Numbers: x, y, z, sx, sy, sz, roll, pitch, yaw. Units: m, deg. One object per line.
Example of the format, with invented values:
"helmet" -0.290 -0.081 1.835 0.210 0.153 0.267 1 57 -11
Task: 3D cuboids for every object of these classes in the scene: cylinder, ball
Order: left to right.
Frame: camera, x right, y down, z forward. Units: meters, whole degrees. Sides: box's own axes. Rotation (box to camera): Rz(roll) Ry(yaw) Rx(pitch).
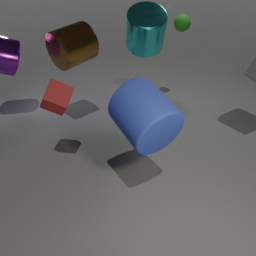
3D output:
"cylinder" -4.995 -2.818 10.743 1.400 1.400 1.400 6 24 -31
"cylinder" -1.997 -2.952 10.077 1.400 1.400 1.400 -33 42 -30
"cylinder" 0.428 -0.293 6.958 1.400 1.400 1.400 -18 53 -28
"cylinder" 0.637 -3.500 10.045 1.400 1.400 1.400 1 61 -1
"ball" 2.267 -4.389 11.706 0.700 0.700 0.700 0 30 0

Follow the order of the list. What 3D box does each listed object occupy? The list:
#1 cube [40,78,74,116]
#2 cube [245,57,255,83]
"cube" -2.052 -0.877 8.079 0.700 0.700 0.700 22 66 -17
"cube" 5.207 -2.065 9.537 1.400 1.400 1.400 -11 48 -39
